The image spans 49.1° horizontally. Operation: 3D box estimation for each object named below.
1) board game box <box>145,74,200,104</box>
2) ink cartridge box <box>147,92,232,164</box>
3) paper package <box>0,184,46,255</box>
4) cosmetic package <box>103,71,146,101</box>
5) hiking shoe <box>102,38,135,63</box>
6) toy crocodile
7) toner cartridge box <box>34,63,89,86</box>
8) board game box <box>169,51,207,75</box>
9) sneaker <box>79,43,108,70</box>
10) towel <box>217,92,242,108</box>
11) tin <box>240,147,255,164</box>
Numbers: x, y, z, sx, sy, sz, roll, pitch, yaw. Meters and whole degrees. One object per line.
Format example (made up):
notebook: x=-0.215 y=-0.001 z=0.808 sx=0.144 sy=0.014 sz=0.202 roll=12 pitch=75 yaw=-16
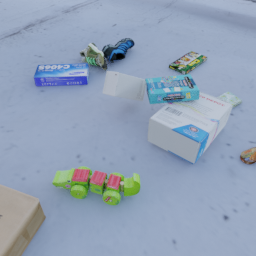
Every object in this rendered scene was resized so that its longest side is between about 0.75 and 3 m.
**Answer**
board game box: x=1.707 y=-1.553 z=11.107 sx=1.896 sy=0.445 sz=1.431 roll=-5 pitch=36 yaw=0
ink cartridge box: x=2.399 y=-0.220 z=10.755 sx=2.058 sy=1.205 sz=2.847 roll=28 pitch=47 yaw=27
paper package: x=-3.621 y=2.745 z=7.827 sx=1.860 sy=1.010 sz=1.952 roll=15 pitch=46 yaw=16
cosmetic package: x=-0.091 y=-1.736 z=11.766 sx=0.778 sy=0.987 sz=1.835 roll=19 pitch=9 yaw=42
hiking shoe: x=-0.402 y=-4.250 z=15.643 sx=2.346 sy=0.873 sz=1.017 roll=-33 pitch=77 yaw=-33
toy crocodile: x=-1.012 y=1.737 z=8.999 sx=2.872 sy=0.887 sz=0.969 roll=8 pitch=44 yaw=9
toner cartridge box: x=-3.268 y=-2.669 z=13.965 sx=2.551 sy=0.551 sz=1.212 roll=-3 pitch=43 yaw=-3
board game box: x=3.273 y=-3.554 z=15.164 sx=1.102 sy=0.247 sz=2.103 roll=33 pitch=52 yaw=28
sneaker: x=-1.872 y=-3.634 z=14.919 sx=1.097 sy=0.952 sz=2.476 roll=-28 pitch=43 yaw=-10
towel: x=4.619 y=-1.284 z=12.731 sx=0.776 sy=0.218 sz=0.907 roll=-25 pitch=48 yaw=-26
tin: x=4.583 y=1.016 z=10.290 sx=0.987 sy=0.207 sz=0.552 roll=-16 pitch=50 yaw=-17
